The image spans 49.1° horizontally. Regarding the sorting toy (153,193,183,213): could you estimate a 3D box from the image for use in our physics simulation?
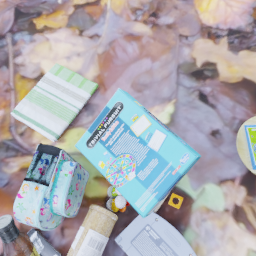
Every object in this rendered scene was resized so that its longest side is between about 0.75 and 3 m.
[{"bbox_3d":[0.807,2.065,9.448,2.143,0.292,1.207,35,74,15],"label":"sorting toy"}]

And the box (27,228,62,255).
[{"bbox_3d":[-2.796,3.984,8.498,1.458,0.363,1.150,38,70,17],"label":"box"}]

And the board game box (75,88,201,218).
[{"bbox_3d":[0.168,0.543,6.682,2.458,0.577,1.856,43,102,20],"label":"board game box"}]

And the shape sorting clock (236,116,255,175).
[{"bbox_3d":[5.017,0.672,9.973,2.374,0.466,2.374,2,68,-4],"label":"shape sorting clock"}]

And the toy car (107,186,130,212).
[{"bbox_3d":[-0.239,2.273,9.148,0.706,0.824,0.942,16,61,-28],"label":"toy car"}]

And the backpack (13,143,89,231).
[{"bbox_3d":[-2.300,1.901,8.541,1.758,2.073,2.335,17,70,15],"label":"backpack"}]

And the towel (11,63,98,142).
[{"bbox_3d":[-2.774,-1.047,10.874,2.147,0.442,2.878,30,66,11],"label":"towel"}]

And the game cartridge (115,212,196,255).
[{"bbox_3d":[0.982,3.775,8.571,1.618,0.491,2.427,-41,72,-13],"label":"game cartridge"}]

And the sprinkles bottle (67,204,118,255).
[{"bbox_3d":[-1.295,3.771,8.262,0.979,0.979,2.869,22,67,10],"label":"sprinkles bottle"}]

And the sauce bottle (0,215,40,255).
[{"bbox_3d":[-2.108,2.465,5.527,0.581,1.760,0.581,-11,24,5],"label":"sauce bottle"}]
